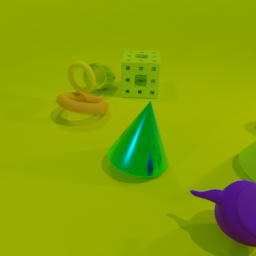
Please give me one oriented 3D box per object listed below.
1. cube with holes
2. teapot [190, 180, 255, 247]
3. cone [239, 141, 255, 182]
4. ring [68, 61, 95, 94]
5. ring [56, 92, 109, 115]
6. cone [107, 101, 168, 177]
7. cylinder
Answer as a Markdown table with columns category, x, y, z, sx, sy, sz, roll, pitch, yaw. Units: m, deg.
| category | x | y | z | sx | sy | sz | roll | pitch | yaw |
| --- | --- | --- | --- | --- | --- | --- | --- | --- | --- |
| cube with holes | 0.470 | -1.993 | 10.271 | 1.319 | 1.319 | 1.319 | 3 | 33 | 3 |
| teapot | 1.997 | 1.507 | 5.034 | 1.794 | 0.878 | 1.115 | 30 | 62 | -4 |
| cone | 3.578 | 0.295 | 6.206 | 1.659 | 1.665 | 1.659 | 4 | 37 | -3 |
| ring | -1.506 | -1.622 | 9.032 | 1.073 | 1.073 | 0.215 | 17 | 33 | 25 |
| ring | -1.425 | -0.797 | 8.909 | 1.665 | 0.333 | 1.665 | 10 | 17 | -3 |
| cone | 0.375 | 0.075 | 6.595 | 1.537 | 1.543 | 1.537 | 9 | 27 | -5 |
| cylinder | -1.046 | -1.879 | 10.272 | 0.920 | 0.920 | 0.920 | 11 | 12 | 17 |
